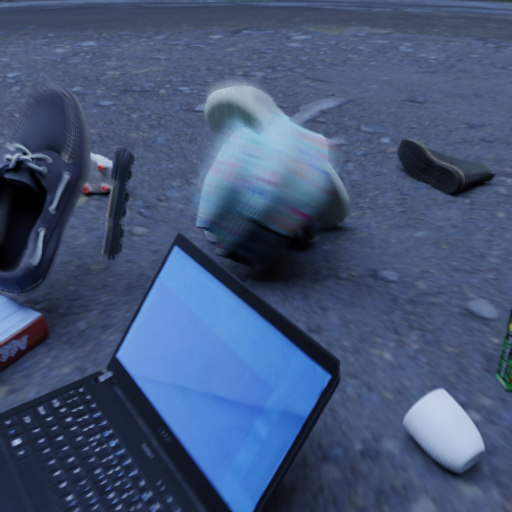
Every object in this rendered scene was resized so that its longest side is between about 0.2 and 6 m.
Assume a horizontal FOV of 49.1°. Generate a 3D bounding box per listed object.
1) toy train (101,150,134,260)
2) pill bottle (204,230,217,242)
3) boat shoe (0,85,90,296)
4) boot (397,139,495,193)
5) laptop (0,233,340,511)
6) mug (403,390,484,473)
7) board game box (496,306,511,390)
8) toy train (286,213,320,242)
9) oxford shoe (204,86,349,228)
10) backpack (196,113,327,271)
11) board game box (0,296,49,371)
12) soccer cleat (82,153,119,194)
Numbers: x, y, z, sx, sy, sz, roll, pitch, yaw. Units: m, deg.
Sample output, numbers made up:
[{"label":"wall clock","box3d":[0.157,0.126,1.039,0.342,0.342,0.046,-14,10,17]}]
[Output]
[{"label":"toy train","box3d":[-2.096,-0.760,8.354,0.281,1.648,0.377,1,15,-41]},{"label":"pill bottle","box3d":[-0.759,-0.569,10.513,0.405,0.405,0.731,1,31,2]},{"label":"boat shoe","box3d":[-3.155,-1.068,8.071,1.184,3.260,1.023,10,-11,-8]},{"label":"boot","box3d":[4.325,-2.100,12.895,1.351,0.757,1.954,-13,46,-29]},{"label":"laptop","box3d":[-1.477,1.604,5.558,3.480,1.797,3.084,-20,36,-30]},{"label":"mug","box3d":[2.161,1.961,6.201,0.833,0.615,0.730,12,29,-45]},{"label":"board game box","box3d":[4.669,0.877,6.911,3.108,1.628,0.365,-2,24,-3]},{"label":"toy train","box3d":[0.046,-0.752,10.623,2.543,0.582,0.434,19,-4,33]},{"label":"oxford shoe","box3d":[0.507,-1.852,10.249,1.284,3.415,0.986,-35,24,34]},{"label":"backpack","box3d":[0.115,-1.141,8.960,1.680,2.231,1.981,28,42,-22]},{"label":"board game box","box3d":[-5.228,1.725,6.599,2.507,0.473,4.869,19,36,24]},{"label":"soccer cleat","box3d":[-4.108,-1.964,12.403,2.687,0.931,1.042,6,29,15]}]
